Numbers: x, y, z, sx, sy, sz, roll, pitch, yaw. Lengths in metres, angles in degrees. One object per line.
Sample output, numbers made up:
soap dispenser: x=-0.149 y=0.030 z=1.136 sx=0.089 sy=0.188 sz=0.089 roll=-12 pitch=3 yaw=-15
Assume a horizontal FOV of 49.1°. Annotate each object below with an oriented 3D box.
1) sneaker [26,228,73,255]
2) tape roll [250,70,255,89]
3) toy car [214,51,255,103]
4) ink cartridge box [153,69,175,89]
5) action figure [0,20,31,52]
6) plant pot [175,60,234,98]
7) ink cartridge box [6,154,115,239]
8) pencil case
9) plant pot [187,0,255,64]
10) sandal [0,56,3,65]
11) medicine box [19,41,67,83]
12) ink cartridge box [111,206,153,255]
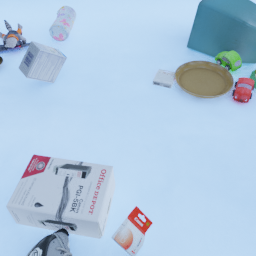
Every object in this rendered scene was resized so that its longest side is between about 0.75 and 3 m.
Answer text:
sneaker: x=-0.937 y=2.678 z=5.459 sx=2.817 sy=1.057 sz=1.627 roll=-7 pitch=46 yaw=-5
tape roll: x=4.884 y=-1.702 z=9.953 sx=1.063 sy=0.256 sz=1.063 roll=0 pitch=48 yaw=0
toy car: x=4.044 y=-2.146 z=9.903 sx=2.453 sy=0.547 sz=2.308 roll=-31 pitch=55 yaw=-18
ink cartridge box: x=1.323 y=-1.782 z=10.090 sx=0.686 sy=0.203 sz=0.858 roll=14 pitch=44 yaw=13
action figure: x=-4.912 y=-3.646 z=11.320 sx=1.758 sy=0.920 sz=1.701 roll=-19 pitch=42 yaw=-16
plant pot: x=2.672 y=-1.700 z=9.937 sx=2.051 sy=0.282 sz=2.051 roll=-1 pitch=47 yaw=1
ink cartridge box: x=-1.450 y=1.549 z=6.561 sx=2.068 sy=0.857 sz=1.518 roll=7 pitch=47 yaw=7
pencil case: x=-2.815 y=-4.562 z=12.165 sx=0.857 sy=0.785 sz=1.889 roll=19 pitch=47 yaw=-17
plant pot: x=4.110 y=-3.782 z=10.828 sx=2.726 sy=1.925 sz=1.927 roll=31 pitch=55 yaw=18
sandal: x=-5.120 y=-2.542 z=10.697 sx=0.517 sy=0.345 sz=1.265 roll=-31 pitch=40 yaw=-34
medicine box: x=-2.869 y=-2.199 z=9.497 sx=0.611 sy=1.081 sz=1.187 roll=44 pitch=22 yaw=26
ink cartridge box: x=0.151 y=2.218 z=5.987 sx=0.846 sy=0.687 sz=0.212 roll=-47 pitch=24 yaw=-17
